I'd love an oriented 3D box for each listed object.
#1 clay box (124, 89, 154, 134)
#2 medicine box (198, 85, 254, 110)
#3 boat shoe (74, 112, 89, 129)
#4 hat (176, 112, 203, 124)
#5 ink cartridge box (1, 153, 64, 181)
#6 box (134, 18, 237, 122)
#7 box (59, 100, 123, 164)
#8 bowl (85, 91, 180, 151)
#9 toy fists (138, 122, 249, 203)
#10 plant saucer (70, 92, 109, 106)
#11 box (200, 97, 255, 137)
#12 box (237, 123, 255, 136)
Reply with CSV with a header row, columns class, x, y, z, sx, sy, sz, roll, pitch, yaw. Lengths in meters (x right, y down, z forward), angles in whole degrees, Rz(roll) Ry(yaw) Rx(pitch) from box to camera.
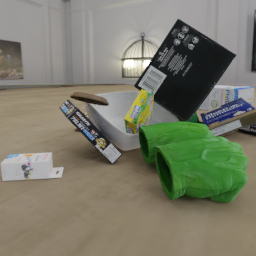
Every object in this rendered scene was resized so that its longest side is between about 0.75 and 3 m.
class,x,y,z,sx,sy,sz,roll,pitch,yaw
clay box,0.295,-0.301,7.286,0.387,0.934,1.625,26,-19,14
medicine box,5.465,-1.715,15.970,2.547,1.311,2.320,10,16,42
boat shoe,-1.507,-0.351,10.939,0.692,0.649,1.876,4,12,19
hat,1.988,-1.284,11.172,2.233,2.373,2.695,-3,11,-20
ink cartridge box,-1.987,0.801,5.947,1.161,0.394,0.668,-2,12,-9
box,1.721,-1.559,8.575,1.815,2.169,2.920,36,11,9
box,-0.982,0.055,7.008,0.397,1.588,1.599,-42,22,-7
bowl,0.086,-0.192,8.364,2.347,0.877,2.350,-13,38,-38
toy fists,1.235,0.556,5.722,1.529,1.031,2.999,-9,14,-7
plant saucer,-0.997,-0.768,7.367,1.042,0.154,1.042,11,-2,0
box,3.479,-0.450,9.976,1.662,0.445,2.744,-23,10,15
box,5.370,-0.033,9.411,1.994,0.629,2.528,-5,13,-25
